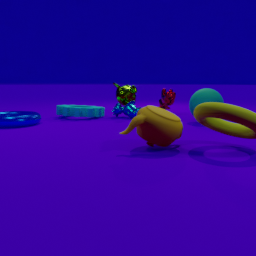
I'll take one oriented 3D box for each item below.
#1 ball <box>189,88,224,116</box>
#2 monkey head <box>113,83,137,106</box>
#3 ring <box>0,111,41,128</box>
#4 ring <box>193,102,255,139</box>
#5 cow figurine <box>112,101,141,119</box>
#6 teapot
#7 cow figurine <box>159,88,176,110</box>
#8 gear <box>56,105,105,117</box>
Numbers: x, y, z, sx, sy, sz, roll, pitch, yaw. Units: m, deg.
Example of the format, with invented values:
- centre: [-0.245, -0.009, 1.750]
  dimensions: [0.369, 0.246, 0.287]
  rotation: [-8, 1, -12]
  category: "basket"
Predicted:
- centre: [2.420, -0.706, 8.664]
  dimensions: [1.030, 1.030, 1.030]
  rotation: [0, 10, 0]
  category: "ball"
- centre: [-0.058, -1.216, 10.124]
  dimensions: [0.730, 1.211, 0.871]
  rotation: [-24, -4, -17]
  category: "monkey head"
- centre: [-3.462, -0.281, 8.394]
  dimensions: [1.664, 0.333, 1.664]
  rotation: [0, 9, 0]
  category: "ring"
- centre: [1.867, -0.121, 5.149]
  dimensions: [1.345, 0.269, 1.345]
  rotation: [20, -8, 3]
  category: "ring"
- centre: [-0.057, -0.578, 9.689]
  dimensions: [0.881, 0.491, 0.895]
  rotation: [-30, 50, -16]
  category: "cow figurine"
- centre: [0.515, 0.009, 5.359]
  dimensions: [1.488, 0.729, 0.925]
  rotation: [9, 20, -36]
  category: "teapot"
- centre: [1.486, -1.012, 10.780]
  dimensions: [0.552, 0.990, 1.006]
  rotation: [2, 22, -10]
  category: "cow figurine"
- centre: [-1.692, -0.616, 10.016]
  dimensions: [1.673, 0.309, 1.673]
  rotation: [3, 7, 0]
  category: "gear"
